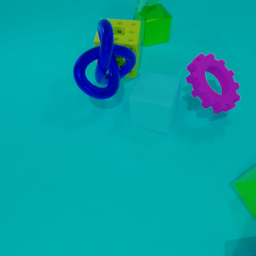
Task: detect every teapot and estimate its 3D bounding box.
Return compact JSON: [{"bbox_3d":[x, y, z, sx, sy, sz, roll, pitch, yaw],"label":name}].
[{"bbox_3d":[0.547,-4.319,8.716,1.300,1.024,2.091,22,45,-15],"label":"teapot"}]

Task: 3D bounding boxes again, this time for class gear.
[{"bbox_3d":[2.025,-1.063,6.605,1.455,0.269,1.455,12,64,-26],"label":"gear"}]

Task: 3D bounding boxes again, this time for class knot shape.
[{"bbox_3d":[-0.466,-1.600,7.002,0.864,1.749,1.869,16,93,27],"label":"knot shape"}]

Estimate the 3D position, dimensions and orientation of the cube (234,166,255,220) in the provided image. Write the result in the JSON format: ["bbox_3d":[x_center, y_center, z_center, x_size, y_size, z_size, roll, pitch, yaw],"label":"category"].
[{"bbox_3d":[2.813,1.186,5.320,0.909,0.909,0.909,-29,85,-21],"label":"cube"}]

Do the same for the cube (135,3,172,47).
[{"bbox_3d":[0.800,-3.373,9.155,0.917,0.917,0.917,-15,53,-12],"label":"cube"}]

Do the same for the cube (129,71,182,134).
[{"bbox_3d":[0.669,-0.633,6.871,1.007,1.007,1.007,14,53,15],"label":"cube"}]

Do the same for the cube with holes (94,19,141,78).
[{"bbox_3d":[-0.269,-2.317,8.154,1.156,1.156,1.156,5,52,4],"label":"cube with holes"}]
